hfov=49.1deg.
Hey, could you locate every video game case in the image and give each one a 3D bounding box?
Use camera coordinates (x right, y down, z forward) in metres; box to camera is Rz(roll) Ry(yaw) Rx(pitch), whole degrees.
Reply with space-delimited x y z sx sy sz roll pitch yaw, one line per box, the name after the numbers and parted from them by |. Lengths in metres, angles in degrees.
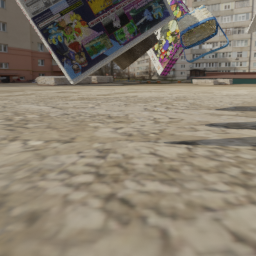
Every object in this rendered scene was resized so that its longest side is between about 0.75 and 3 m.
-0.666 -2.624 5.509 2.721 2.480 0.313 -37 19 -14 | video game case
1.615 -3.798 11.376 0.451 2.520 2.284 0 53 -31 | video game case

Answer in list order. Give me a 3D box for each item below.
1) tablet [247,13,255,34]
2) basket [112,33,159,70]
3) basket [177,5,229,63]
3.323 -2.795 6.171 1.065 0.112 1.636 -24 -22 -4 | tablet
-0.347 -2.754 7.335 1.979 2.195 1.493 -37 12 7 | basket
1.916 -2.466 7.391 1.138 1.291 0.898 -20 -26 16 | basket
